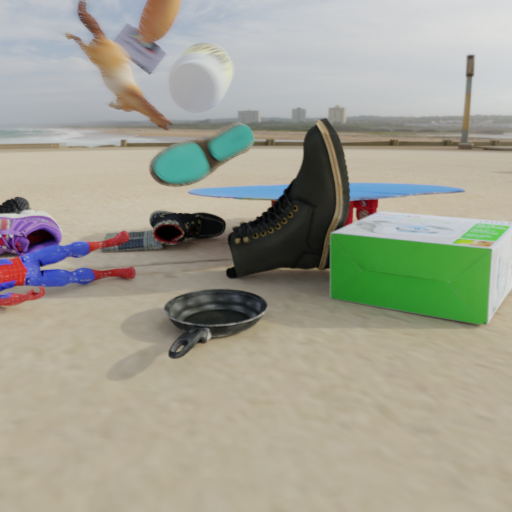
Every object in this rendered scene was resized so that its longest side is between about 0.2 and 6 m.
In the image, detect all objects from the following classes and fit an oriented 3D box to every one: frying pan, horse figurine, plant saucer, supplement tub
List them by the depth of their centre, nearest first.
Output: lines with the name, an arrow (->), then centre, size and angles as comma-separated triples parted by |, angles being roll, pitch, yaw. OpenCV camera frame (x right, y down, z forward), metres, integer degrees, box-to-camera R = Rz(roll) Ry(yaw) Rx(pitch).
frying pan -> -0.455, 0.870, 7.140 | 1.402, 0.377, 2.318 | -3, 16, -10
plant saucer -> -1.392, -3.570, 8.188 | 0.187, 1.002, 1.002 | 18, 0, -38
horse figurine -> -2.663, -3.433, 10.417 | 0.611, 2.447, 1.621 | -41, 47, -17
supplement tub -> -1.134, -3.647, 11.479 | 1.159, 1.159, 1.599 | 1, 31, 4

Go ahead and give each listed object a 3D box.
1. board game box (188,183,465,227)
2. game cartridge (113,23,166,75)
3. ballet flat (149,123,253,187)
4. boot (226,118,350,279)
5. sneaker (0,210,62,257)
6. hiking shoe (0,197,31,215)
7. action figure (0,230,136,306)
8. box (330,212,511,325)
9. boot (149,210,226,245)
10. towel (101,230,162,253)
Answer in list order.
board game box -> 1.531, -0.934, 12.516 | 5.961, 1.161, 4.710 | -8, 13, -34
game cartridge -> -2.579, -4.573, 12.355 | 1.023, 0.663, 0.196 | 35, -15, -16
ballet flat -> -0.930, -1.591, 9.109 | 2.021, 0.688, 0.679 | -26, 13, -31
boot -> 0.387, -0.696, 8.986 | 1.968, 2.845, 1.102 | -10, 40, -6
sneaker -> -5.063, -0.382, 11.237 | 2.337, 0.942, 0.975 | -15, 35, -35
hiking shoe -> -5.600, -0.454, 11.970 | 1.900, 0.956, 0.719 | -28, 50, -13
action figure -> -3.173, 0.143, 8.420 | 3.059, 0.998, 1.514 | -11, -1, -37
box -> 2.643, 0.092, 8.738 | 2.355, 1.139, 2.078 | 8, 18, 33
boot -> -1.477, -0.563, 12.304 | 1.747, 0.631, 1.319 | 6, 15, -11
towel -> -2.698, -0.299, 12.303 | 1.300, 0.233, 1.350 | -5, 17, -8
